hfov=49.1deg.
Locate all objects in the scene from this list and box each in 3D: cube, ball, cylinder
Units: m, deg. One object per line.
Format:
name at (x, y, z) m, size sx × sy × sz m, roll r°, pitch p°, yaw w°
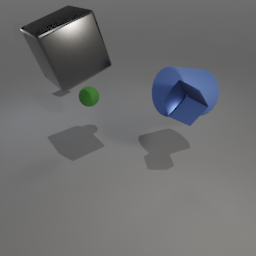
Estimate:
cube at (-1.487, -1.965, 6.806) m, size 1.400 × 1.400 × 1.400 m, roll -34°, pitch 39°, yaw -17°
cube at (1.387, -0.608, 6.853) m, size 0.700 × 0.700 × 0.700 m, roll 21°, pitch 35°, yaw -25°
ball at (-1.341, -1.084, 9.633) m, size 0.700 × 0.700 × 0.700 m, roll 0°, pitch 30°, yaw 0°
cylinder at (1.654, -1.039, 8.178) m, size 1.400 × 1.400 × 1.400 m, roll -4°, pitch 27°, yaw -35°
